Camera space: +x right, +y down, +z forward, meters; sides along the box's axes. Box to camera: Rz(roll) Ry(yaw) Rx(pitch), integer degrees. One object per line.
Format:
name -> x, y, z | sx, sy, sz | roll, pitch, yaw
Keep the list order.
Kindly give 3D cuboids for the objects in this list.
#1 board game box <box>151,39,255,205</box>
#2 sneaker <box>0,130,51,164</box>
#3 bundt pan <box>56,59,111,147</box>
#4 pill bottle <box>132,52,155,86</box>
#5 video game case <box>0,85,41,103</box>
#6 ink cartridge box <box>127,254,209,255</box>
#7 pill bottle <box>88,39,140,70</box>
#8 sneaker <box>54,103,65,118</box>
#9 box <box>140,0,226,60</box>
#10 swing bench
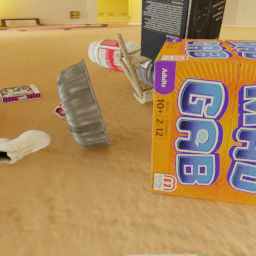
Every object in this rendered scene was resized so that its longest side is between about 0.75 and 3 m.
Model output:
board game box -> 2.033, -0.348, 6.130 | 2.729, 2.728, 2.731 | 5, 26, 10
sneaker -> -2.667, 0.555, 6.918 | 1.556, 0.606, 0.773 | -16, 35, -13
bundt pan -> -1.214, -0.542, 7.356 | 0.885, 2.358, 2.358 | -18, 27, -4
pill bottle -> 1.185, -2.590, 12.534 | 1.451, 1.451, 2.731 | -10, 27, -21
video game case -> -4.412, -1.407, 11.389 | 1.438, 0.257, 1.303 | -12, 28, -25
ink cartridge box -> 0.014, 2.280, 3.178 | 2.256, 0.541, 1.642 | 1, 25, -2
pill bottle -> -0.806, -4.121, 15.664 | 2.786, 1.564, 1.564 | 18, 30, 33
sneaker -> -1.906, -0.628, 9.499 | 1.217, 0.433, 0.684 | -1, 20, 15
box -> 1.624, -3.349, 7.877 | 1.515, 2.404, 2.445 | 23, 42, 30
swing bench -> 1.278, -2.519, 10.768 | 2.722, 2.736, 1.775 | -23, -13, -8
